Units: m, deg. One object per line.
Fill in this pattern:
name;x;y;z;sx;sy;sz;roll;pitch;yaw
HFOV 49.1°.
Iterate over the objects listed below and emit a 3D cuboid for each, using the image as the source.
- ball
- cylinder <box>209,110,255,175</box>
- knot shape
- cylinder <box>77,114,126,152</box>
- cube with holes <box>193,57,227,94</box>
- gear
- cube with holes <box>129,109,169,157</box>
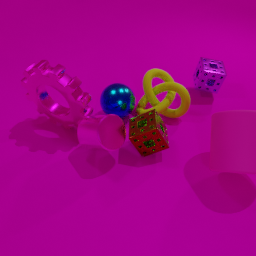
ball;-0.294;-0.774;7.987;1.020;1.020;1.020;0;42;0
cylinder;2.484;0.342;6.170;1.282;1.282;1.282;3;84;4
knot shape;0.865;-0.836;8.118;1.497;0.739;1.600;-38;71;4
cylinder;-0.633;0.119;6.722;0.862;0.862;0.862;-2;30;47
cube with holes;2.551;-1.656;8.832;0.742;0.742;0.742;10;46;-5
gear;-1.851;-0.808;7.299;1.966;1.966;0.364;19;51;20
cube with holes;0.520;0.130;7.002;0.739;0.739;0.739;-22;38;19
